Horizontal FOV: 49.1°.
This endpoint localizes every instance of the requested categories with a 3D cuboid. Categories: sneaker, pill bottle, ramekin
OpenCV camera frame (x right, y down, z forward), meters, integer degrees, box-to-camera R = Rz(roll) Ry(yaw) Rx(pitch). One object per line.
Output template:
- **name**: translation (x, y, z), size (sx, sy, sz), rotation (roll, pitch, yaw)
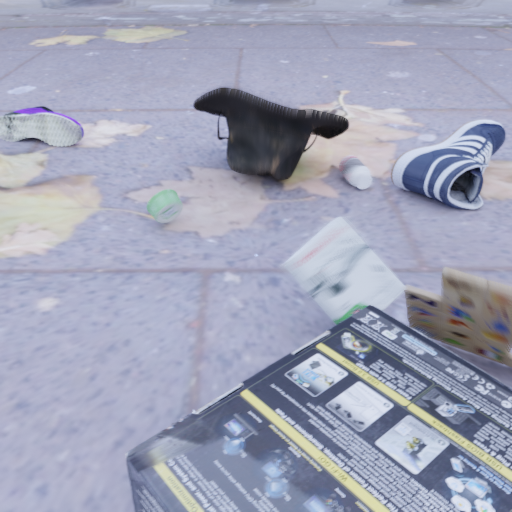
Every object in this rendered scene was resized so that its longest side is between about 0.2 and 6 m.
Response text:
- **sneaker**: translation (-4.624, -2.961, 12.371), size (2.054, 0.714, 1.021), rotation (8, 33, 13)
- **pill bottle**: translation (1.865, -1.544, 10.443), size (0.414, 0.414, 0.748), rotation (-8, 35, -12)
- **ramekin**: translation (-1.447, -0.778, 8.967), size (0.550, 0.550, 0.268), rotation (-21, 62, -29)
- **sneaker**: translation (3.913, -1.650, 10.103), size (2.679, 0.939, 1.453), rotation (-24, 35, -22)

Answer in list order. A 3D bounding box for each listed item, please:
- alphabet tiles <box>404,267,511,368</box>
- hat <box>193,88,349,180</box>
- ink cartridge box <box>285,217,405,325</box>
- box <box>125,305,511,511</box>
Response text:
- **alphabet tiles**: translation (2.404, 0.728, 5.582), size (1.879, 2.248, 0.085), rotation (19, 73, 24)
- **hat**: translation (0.141, -2.043, 10.222), size (3.079, 1.242, 3.079), rotation (12, 4, -1)
- **ink cartridge box**: translation (1.030, 0.240, 6.642), size (0.853, 0.484, 1.164), rotation (-42, 88, -8)
- **box**: translation (1.333, 2.144, 4.270), size (3.118, 0.950, 3.869), rotation (-24, 40, -35)
